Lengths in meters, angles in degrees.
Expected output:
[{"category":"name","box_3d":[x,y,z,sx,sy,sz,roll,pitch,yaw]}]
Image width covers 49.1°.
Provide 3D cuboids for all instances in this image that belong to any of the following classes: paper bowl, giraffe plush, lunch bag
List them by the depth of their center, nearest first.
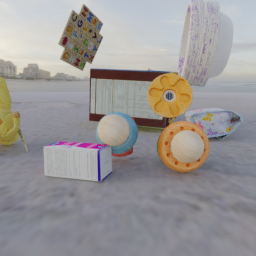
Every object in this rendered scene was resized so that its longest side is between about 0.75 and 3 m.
[{"category":"giraffe plush","box_3d":[-3.844,-0.039,7.146,1.836,1.953,2.264,-17,52,-29]},{"category":"lunch bag","box_3d":[2.730,-0.161,9.011,1.573,1.000,1.334,-9,7,5]},{"category":"paper bowl","box_3d":[2.672,-2.886,9.808,1.500,2.884,2.884,7,10,3]}]

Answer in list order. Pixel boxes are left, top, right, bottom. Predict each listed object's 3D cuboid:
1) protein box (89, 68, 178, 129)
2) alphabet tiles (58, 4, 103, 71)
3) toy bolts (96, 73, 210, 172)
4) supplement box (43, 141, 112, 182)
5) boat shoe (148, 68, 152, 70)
[{"category":"protein box","box_3d":[0.386,-1.319,11.203,2.943,1.986,2.922,6,12,16]},{"category":"alphabet tiles","box_3d":[-1.766,-3.454,11.015,0.083,2.173,2.611,27,5,18]},{"category":"toy bolts","box_3d":[0.455,-0.171,5.747,2.289,2.187,1.588,-3,-5,4]},{"category":"supplement box","box_3d":[-0.960,0.620,5.407,1.175,0.607,0.595,1,9,16]},{"category":"boat shoe","box_3d":[0.890,-2.486,13.203,0.364,0.855,0.316,36,-23,-23]}]
